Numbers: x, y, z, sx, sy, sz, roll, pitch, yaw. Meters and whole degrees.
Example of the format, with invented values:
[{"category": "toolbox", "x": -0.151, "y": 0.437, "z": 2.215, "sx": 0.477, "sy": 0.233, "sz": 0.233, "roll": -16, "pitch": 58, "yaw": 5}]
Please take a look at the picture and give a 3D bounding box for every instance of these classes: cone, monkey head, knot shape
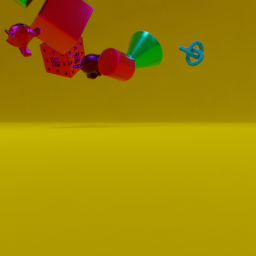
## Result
[{"category": "cone", "x": 0.268, "y": -2.704, "z": 11.065, "sx": 1.625, "sy": 1.625, "sz": 1.631, "roll": 1, "pitch": 40, "yaw": 49}, {"category": "monkey head", "x": -2.545, "y": -2.158, "z": 6.811, "sx": 0.610, "sy": 0.729, "sz": 1.013, "roll": -36, "pitch": -4, "yaw": 40}, {"category": "knot shape", "x": 2.525, "y": -3.040, "z": 11.212, "sx": 1.047, "sy": 1.119, "sz": 0.517, "roll": 20, "pitch": -28, "yaw": 1}, {"category": "monkey head", "x": -1.290, "y": -2.438, "z": 10.643, "sx": 1.497, "sy": 0.902, "sz": 1.077, "roll": -20, "pitch": 27, "yaw": 26}]

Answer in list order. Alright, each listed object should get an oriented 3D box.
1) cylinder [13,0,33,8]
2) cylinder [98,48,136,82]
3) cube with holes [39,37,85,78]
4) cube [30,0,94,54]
[{"category": "cylinder", "x": -2.615, "y": -3.827, "z": 6.829, "sx": 1.212, "sy": 1.212, "sz": 1.212, "roll": 39, "pitch": -2, "yaw": 1}, {"category": "cylinder", "x": -0.388, "y": -2.201, "z": 9.827, "sx": 0.975, "sy": 0.975, "sz": 0.975, "roll": 1, "pitch": -4, "yaw": 38}, {"category": "cube with holes", "x": -2.548, "y": -2.910, "z": 11.159, "sx": 1.200, "sy": 1.200, "sz": 1.200, "roll": 16, "pitch": 46, "yaw": 18}, {"category": "cube", "x": -1.977, "y": -3.159, "z": 8.226, "sx": 1.231, "sy": 1.231, "sz": 1.231, "roll": 30, "pitch": -20, "yaw": -27}]
